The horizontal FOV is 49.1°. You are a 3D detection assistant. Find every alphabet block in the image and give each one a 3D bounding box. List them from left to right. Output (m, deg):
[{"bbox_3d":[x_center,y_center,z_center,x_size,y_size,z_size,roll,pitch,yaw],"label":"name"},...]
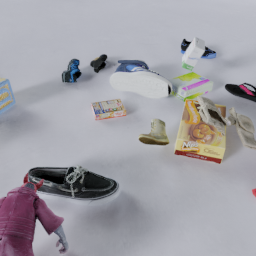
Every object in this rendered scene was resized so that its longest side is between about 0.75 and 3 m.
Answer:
[{"bbox_3d":[-5.223,-1.264,10.716,1.150,1.129,1.123,13,37,18],"label":"alphabet block"}]

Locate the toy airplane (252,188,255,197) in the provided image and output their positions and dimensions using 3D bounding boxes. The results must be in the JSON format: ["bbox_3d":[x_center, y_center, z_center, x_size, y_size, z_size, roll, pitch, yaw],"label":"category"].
[{"bbox_3d":[4.315,1.375,7.656,2.142,0.394,2.142,-13,37,10],"label":"toy airplane"}]

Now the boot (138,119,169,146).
[{"bbox_3d":[0.793,0.097,9.013,1.103,0.398,0.853,9,60,-26],"label":"boot"}]

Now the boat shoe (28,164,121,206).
[{"bbox_3d":[-1.408,1.378,7.346,2.429,0.830,0.897,6,37,9],"label":"boat shoe"}]

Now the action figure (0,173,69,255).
[{"bbox_3d":[-2.366,2.083,5.429,1.998,2.221,2.983,-4,50,5],"label":"action figure"}]

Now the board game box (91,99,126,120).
[{"bbox_3d":[-0.752,-0.721,10.686,1.185,0.274,0.898,-9,37,-12],"label":"board game box"}]

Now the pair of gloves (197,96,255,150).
[{"bbox_3d":[3.250,-0.252,8.991,2.086,0.366,1.774,23,37,-11],"label":"pair of gloves"}]

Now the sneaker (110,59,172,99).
[{"bbox_3d":[0.801,-2.336,12.141,2.842,1.145,2.081,11,42,24],"label":"sneaker"}]

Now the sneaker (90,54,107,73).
[{"bbox_3d":[-1.331,-3.250,14.054,0.741,0.427,1.421,25,48,30],"label":"sneaker"}]

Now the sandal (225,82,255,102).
[{"bbox_3d":[5.097,-1.497,11.556,0.834,0.501,2.221,-30,46,-35],"label":"sandal"}]

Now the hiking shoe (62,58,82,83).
[{"bbox_3d":[-2.483,-2.622,13.093,0.751,0.644,1.731,12,47,4],"label":"hiking shoe"}]

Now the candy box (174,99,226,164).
[{"bbox_3d":[2.451,0.010,9.301,1.439,0.689,2.493,12,37,11],"label":"candy box"}]

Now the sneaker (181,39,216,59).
[{"bbox_3d":[3.814,-4.304,15.149,2.016,0.785,0.707,17,39,22],"label":"sneaker"}]

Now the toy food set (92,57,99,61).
[{"bbox_3d":[-1.528,-3.570,14.657,0.442,0.245,0.751,-5,26,37],"label":"toy food set"}]

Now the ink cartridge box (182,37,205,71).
[{"bbox_3d":[2.741,-3.107,11.769,0.493,1.126,0.818,20,46,-7],"label":"ink cartridge box"}]

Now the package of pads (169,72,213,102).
[{"bbox_3d":[2.577,-1.803,11.925,1.638,0.559,1.266,-22,41,-27],"label":"package of pads"}]
